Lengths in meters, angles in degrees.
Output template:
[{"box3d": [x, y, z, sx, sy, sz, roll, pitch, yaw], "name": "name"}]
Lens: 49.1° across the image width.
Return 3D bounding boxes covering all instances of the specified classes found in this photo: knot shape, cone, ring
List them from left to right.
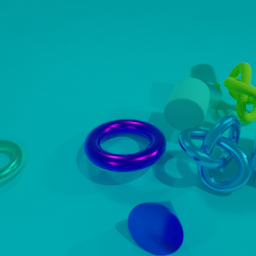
[{"box3d": [-3.200, 0.798, 6.661, 1.445, 0.289, 1.445, -1, 39, 1], "name": "ring"}, {"box3d": [-0.069, 0.361, 6.816, 2.005, 0.401, 2.005, -2, 31, 1], "name": "ring"}, {"box3d": [0.710, 1.746, 5.673, 1.098, 1.098, 1.102, 20, 22, 18], "name": "cone"}, {"box3d": [2.038, 0.634, 6.252, 1.744, 0.806, 1.632, -15, 82, -21], "name": "knot shape"}, {"box3d": [3.128, -1.072, 7.643, 0.764, 1.653, 1.547, -22, 50, 23], "name": "knot shape"}]

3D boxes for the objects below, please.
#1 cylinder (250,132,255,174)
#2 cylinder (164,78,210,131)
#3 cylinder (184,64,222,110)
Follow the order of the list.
[{"box3d": [3.609, 0.403, 6.381, 1.372, 1.372, 1.372, 19, 49, 18], "name": "cylinder"}, {"box3d": [1.515, -0.607, 7.133, 1.014, 1.014, 1.014, 14, 42, 14], "name": "cylinder"}, {"box3d": [2.172, -1.190, 8.182, 1.005, 1.005, 1.005, 4, 45, 4], "name": "cylinder"}]
